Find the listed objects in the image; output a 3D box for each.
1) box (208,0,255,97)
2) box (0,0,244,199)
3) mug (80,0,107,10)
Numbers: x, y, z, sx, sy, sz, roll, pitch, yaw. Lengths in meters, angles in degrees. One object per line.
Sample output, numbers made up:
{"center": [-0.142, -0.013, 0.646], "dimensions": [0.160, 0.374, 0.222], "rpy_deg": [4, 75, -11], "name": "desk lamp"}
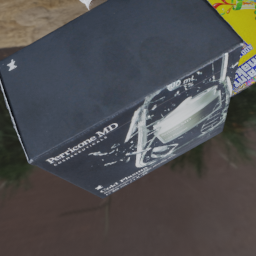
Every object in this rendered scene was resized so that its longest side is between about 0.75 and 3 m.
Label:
{"center": [2.086, -2.612, 5.522], "dimensions": [2.606, 1.651, 2.706], "rpy_deg": [41, 55, -6], "name": "box"}
{"center": [0.032, -0.390, 4.417], "dimensions": [2.684, 2.638, 1.663], "rpy_deg": [-30, 63, 1], "name": "box"}
{"center": [-0.823, -3.926, 6.806], "dimensions": [1.539, 2.084, 1.827], "rpy_deg": [-30, 95, -35], "name": "mug"}
